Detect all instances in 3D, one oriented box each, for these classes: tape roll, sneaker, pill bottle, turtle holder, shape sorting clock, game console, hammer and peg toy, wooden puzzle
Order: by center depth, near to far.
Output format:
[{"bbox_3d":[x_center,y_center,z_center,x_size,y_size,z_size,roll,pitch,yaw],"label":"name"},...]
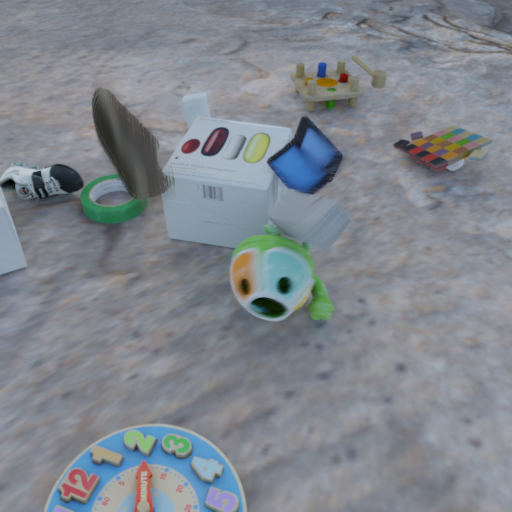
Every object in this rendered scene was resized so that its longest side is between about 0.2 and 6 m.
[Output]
[{"bbox_3d":[-1.314,3.091,6.657,2.413,0.473,2.413,0,43,0],"label":"shape sorting clock"},{"bbox_3d":[-1.993,-1.811,9.009,0.739,0.689,1.957,-19,80,-37],"label":"sneaker"},{"bbox_3d":[0.343,0.472,9.071,1.295,1.704,1.210,-20,41,25],"label":"turtle holder"},{"bbox_3d":[0.787,-1.620,9.354,0.629,0.908,1.063,-26,66,-28],"label":"game console"},{"bbox_3d":[-2.901,-1.186,11.482,1.313,0.316,1.313,0,42,0],"label":"tape roll"},{"bbox_3d":[-4.466,-1.447,11.541,1.872,0.694,0.828,5,42,19],"label":"sneaker"},{"bbox_3d":[4.185,-2.416,12.432,1.388,0.164,2.341,-25,31,-6],"label":"wooden puzzle"},{"bbox_3d":[4.482,-2.228,12.544,0.425,0.425,0.779,20,46,20],"label":"pill bottle"},{"bbox_3d":[2.172,-4.578,14.866,2.281,0.805,1.678,-8,41,-9],"label":"hammer and peg toy"}]

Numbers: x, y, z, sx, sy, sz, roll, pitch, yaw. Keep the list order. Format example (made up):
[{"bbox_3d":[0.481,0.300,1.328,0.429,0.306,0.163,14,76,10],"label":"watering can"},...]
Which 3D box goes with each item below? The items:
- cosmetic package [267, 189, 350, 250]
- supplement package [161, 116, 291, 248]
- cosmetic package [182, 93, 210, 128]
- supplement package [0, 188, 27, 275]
[{"bbox_3d":[0.800,-0.581,8.696,1.188,0.536,0.634,23,72,50],"label":"cosmetic package"},{"bbox_3d":[-0.493,-1.414,10.801,2.011,1.547,2.103,9,44,10],"label":"supplement package"},{"bbox_3d":[-1.284,-3.151,12.100,0.497,0.597,0.500,-10,24,1],"label":"cosmetic package"},{"bbox_3d":[-5.384,-0.582,9.969,1.870,1.438,1.956,-19,46,-20],"label":"supplement package"}]
